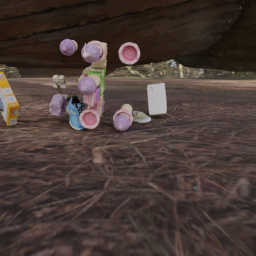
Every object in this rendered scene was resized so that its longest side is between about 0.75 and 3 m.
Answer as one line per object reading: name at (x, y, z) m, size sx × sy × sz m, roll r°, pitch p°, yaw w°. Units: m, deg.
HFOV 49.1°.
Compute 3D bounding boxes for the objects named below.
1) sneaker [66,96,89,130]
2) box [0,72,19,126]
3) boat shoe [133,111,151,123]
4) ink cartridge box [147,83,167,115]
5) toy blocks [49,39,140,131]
sneaker at (-1.597, -0.490, 8.854) m, size 0.543 × 0.623 × 1.385 m, roll -7°, pitch 48°, yaw -32°
box at (-3.884, -0.984, 8.795) m, size 0.333 × 0.956 × 1.606 m, roll -14°, pitch 62°, yaw -35°
boat shoe at (0.424, -0.390, 9.776) m, size 0.377 × 0.325 × 1.048 m, roll -21°, pitch 16°, yaw -25°
ink cartridge box at (1.145, -1.151, 10.885) m, size 0.659 × 1.136 × 1.539 m, roll -5°, pitch 10°, yaw 8°
toy blocks at (-1.163, -1.224, 8.109) m, size 2.806 × 2.622 × 2.362 m, roll 7°, pitch 22°, yaw 4°
